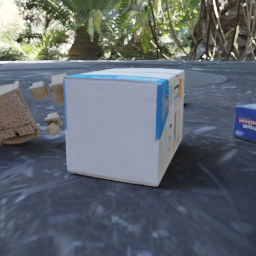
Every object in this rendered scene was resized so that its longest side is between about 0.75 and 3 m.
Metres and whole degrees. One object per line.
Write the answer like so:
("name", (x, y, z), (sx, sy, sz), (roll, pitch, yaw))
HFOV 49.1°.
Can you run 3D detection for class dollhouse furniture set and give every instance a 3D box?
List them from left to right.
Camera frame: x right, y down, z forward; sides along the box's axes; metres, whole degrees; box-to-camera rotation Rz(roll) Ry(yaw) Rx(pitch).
("dollhouse furniture set", (-2.513, -0.052, 6.049), (2.805, 1.454, 1.242), (-12, 47, -3))

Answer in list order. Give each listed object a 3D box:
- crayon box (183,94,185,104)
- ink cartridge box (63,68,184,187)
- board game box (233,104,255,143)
("crayon box", (1.823, -1.107, 11.231), (0.739, 0.362, 1.244), (6, 17, 20))
("ink cartridge box", (0.096, -0.247, 5.761), (1.771, 1.803, 2.449), (6, 17, 18))
("board game box", (4.671, -0.104, 6.923), (2.829, 0.873, 2.831), (-13, 21, -36))
